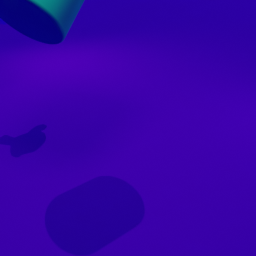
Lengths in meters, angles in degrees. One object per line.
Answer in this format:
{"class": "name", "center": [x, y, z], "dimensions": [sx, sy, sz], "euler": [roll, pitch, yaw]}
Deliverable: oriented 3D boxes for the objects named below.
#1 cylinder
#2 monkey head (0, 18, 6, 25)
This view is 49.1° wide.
{"class": "cylinder", "center": [-1.464, -2.431, 4.832], "dimensions": [1.392, 1.392, 1.392], "euler": [17, 75, 24]}
{"class": "monkey head", "center": [-3.505, -3.080, 6.876], "dimensions": [1.161, 0.973, 1.614], "euler": [-3, -15, 23]}
